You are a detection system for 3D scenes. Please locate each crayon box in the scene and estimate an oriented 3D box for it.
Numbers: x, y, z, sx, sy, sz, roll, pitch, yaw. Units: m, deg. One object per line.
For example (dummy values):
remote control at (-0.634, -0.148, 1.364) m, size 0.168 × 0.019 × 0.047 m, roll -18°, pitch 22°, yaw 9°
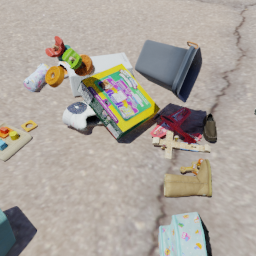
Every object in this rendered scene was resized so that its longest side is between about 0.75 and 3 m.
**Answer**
crayon box at (-0.347, -1.165, 11.497) m, size 2.286 × 0.772 × 2.649 m, roll -32°, pitch 79°, yaw -37°

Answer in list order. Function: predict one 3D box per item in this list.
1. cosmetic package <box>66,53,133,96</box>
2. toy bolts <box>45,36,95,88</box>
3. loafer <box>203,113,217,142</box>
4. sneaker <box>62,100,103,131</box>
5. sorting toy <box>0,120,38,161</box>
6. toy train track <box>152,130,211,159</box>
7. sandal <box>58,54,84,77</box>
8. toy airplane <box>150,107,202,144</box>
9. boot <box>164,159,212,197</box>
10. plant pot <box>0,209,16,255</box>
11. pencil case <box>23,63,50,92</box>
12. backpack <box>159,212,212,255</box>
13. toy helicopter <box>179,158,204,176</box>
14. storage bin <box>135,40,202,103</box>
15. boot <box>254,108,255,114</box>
cosmetic package at (-1.370, -2.634, 13.590) m, size 2.967 × 1.204 × 1.674 m, roll -13°, pitch 43°, yaw -12°
toy bolts at (-2.209, -2.287, 10.308) m, size 1.699 × 1.234 × 1.779 m, roll -44°, pitch 61°, yaw 14°
loafer at (3.320, -0.052, 11.390) m, size 0.537 × 0.525 × 1.472 m, roll 1°, pitch 44°, yaw 1°
sneaker at (-1.305, -0.797, 11.939) m, size 1.442 × 1.131 × 2.903 m, roll 34°, pitch 59°, yaw 19°
sorting toy at (-4.874, 0.421, 10.993) m, size 1.615 × 0.391 × 2.869 m, roll 22°, pitch 48°, yaw 22°
toy train track at (2.059, 0.608, 10.690) m, size 2.222 × 0.362 × 1.275 m, roll 9°, pitch 56°, yaw 2°
sandal at (-3.057, -3.549, 14.910) m, size 0.948 × 0.709 × 2.474 m, roll 21°, pitch 48°, yaw 20°
toy airplane at (2.050, 0.014, 11.395) m, size 2.275 × 0.418 × 2.275 m, roll -2°, pitch 46°, yaw 2°
boot at (2.004, 1.658, 9.453) m, size 1.552 × 0.513 × 1.359 m, roll 2°, pitch 60°, yaw 3°
plant pot at (-4.574, 3.086, 7.131) m, size 2.868 × 2.026 × 2.027 m, roll -31°, pitch 52°, yaw -34°
pencil case at (-4.440, -2.495, 13.788) m, size 0.686 × 0.748 × 1.650 m, roll 14°, pitch 46°, yaw 11°
backpack at (1.474, 3.067, 7.227) m, size 1.356 × 1.768 × 1.555 m, roll -1°, pitch 45°, yaw 3°
toy helicopter at (2.313, 1.478, 9.910) m, size 0.982 × 0.387 × 0.649 m, roll -5°, pitch 54°, yaw -8°
storage bin at (1.415, -2.090, 9.440) m, size 1.713 × 1.856 × 2.550 m, roll 25°, pitch 6°, yaw 15°
boot at (6.054, -0.623, 12.127) m, size 0.733 × 0.368 × 1.016 m, roll -31°, pitch 60°, yaw -29°
